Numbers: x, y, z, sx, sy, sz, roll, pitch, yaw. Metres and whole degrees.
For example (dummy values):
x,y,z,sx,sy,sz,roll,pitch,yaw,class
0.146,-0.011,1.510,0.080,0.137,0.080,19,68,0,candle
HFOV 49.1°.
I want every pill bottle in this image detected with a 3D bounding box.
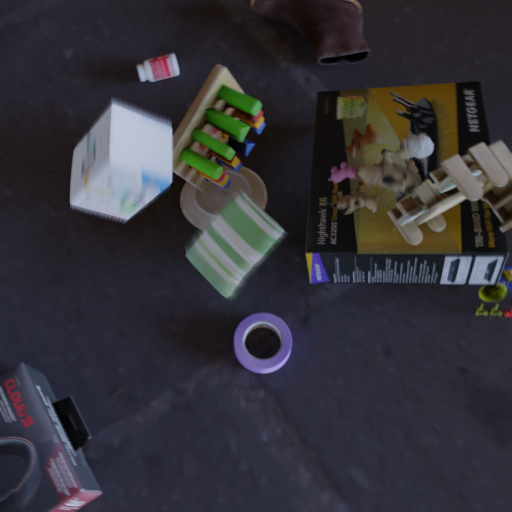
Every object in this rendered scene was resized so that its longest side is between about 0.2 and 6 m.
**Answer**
x,y,z,sx,sy,sz,roll,pitch,yaw,class
-2.079,-3.949,11.830,0.809,0.454,0.454,-17,66,-8,pill bottle

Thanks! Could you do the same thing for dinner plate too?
x,y,z,sx,sy,sz,roll,pitch,yaw,class
-0.619,-1.145,10.560,1.659,0.201,1.659,-1,60,1,dinner plate

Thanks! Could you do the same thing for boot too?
x,y,z,sx,sy,sz,roll,pitch,yaw,class
1.170,-4.993,12.080,2.379,0.861,1.979,-5,64,-6,boot

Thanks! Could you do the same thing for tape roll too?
x,y,z,sx,sy,sz,roll,pitch,yaw,class
0.109,1.462,9.411,0.965,0.317,0.965,0,65,-1,tape roll

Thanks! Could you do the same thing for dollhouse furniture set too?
x,y,z,sx,sy,sz,roll,pitch,yaw,class
3.002,-0.734,7.791,1.667,1.461,1.108,-26,78,-25,dollhouse furniture set

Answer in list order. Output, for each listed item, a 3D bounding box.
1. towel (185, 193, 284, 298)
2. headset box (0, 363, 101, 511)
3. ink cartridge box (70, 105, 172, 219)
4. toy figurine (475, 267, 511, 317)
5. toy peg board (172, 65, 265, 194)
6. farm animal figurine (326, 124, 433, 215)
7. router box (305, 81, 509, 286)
x,y,z,sx,sy,sz,roll,pitch,yaw,class
-0.356,-0.190,8.938,1.428,0.167,1.090,-49,64,10,towel
-3.869,3.157,8.191,2.918,1.095,2.169,-30,69,-13,headset box
-1.975,-1.310,8.155,0.968,1.320,0.964,15,60,-36,ink cartridge box
4.400,0.525,9.837,1.396,0.736,0.836,-2,37,-3,toy figurine
-0.484,-1.914,9.518,0.884,1.800,1.808,32,91,19,toy peg board
1.771,-1.134,8.169,1.370,1.385,0.722,5,43,2,farm animal figurine
2.484,-1.340,9.770,3.009,0.999,3.826,-1,56,11,router box
